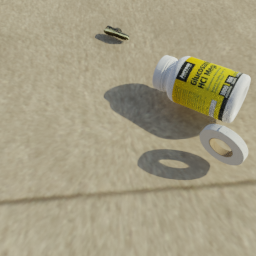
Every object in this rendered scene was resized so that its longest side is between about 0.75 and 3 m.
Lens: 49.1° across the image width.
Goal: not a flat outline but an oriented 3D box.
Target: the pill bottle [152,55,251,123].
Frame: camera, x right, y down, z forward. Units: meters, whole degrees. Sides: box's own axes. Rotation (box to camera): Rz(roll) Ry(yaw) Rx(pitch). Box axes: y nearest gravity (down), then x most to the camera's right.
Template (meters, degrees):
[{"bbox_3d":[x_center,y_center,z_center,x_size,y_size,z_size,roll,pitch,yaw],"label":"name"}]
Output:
[{"bbox_3d":[1.874,-1.127,7.443,2.304,1.296,1.296,25,56,24],"label":"pill bottle"}]

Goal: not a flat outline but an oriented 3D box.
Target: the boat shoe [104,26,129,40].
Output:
[{"bbox_3d":[-0.386,-3.425,9.989,1.004,0.359,0.330,22,86,17],"label":"boat shoe"}]

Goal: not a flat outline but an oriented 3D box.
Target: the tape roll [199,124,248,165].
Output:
[{"bbox_3d":[2.145,0.381,6.340,1.137,1.137,0.208,36,67,25],"label":"tape roll"}]
